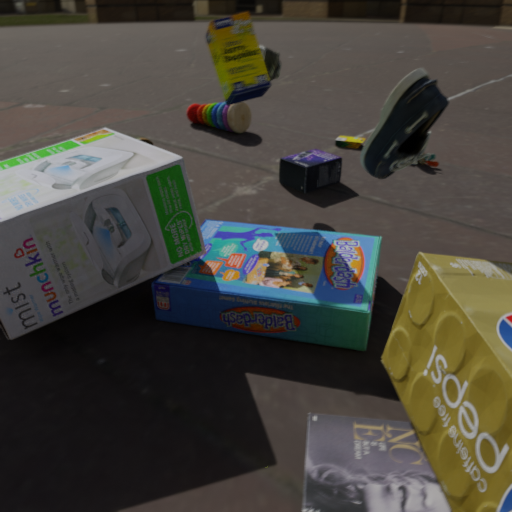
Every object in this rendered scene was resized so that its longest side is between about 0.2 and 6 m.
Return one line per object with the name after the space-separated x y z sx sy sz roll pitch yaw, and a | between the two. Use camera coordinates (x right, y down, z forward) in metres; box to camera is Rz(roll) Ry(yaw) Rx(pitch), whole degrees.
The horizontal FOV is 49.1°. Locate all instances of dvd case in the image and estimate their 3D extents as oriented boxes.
1.405 2.035 5.020 1.945 0.155 1.446 4 27 6 | dvd case

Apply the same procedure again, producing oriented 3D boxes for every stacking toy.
-1.160 -3.960 15.880 2.076 0.886 0.886 13 30 38 | stacking toy

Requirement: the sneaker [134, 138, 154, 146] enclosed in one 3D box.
-3.322 -2.376 12.863 0.851 0.635 1.895 25 40 31 | sneaker

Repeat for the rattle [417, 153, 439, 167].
3.626 -2.282 13.051 0.730 0.665 1.022 -24 62 -18 | rattle

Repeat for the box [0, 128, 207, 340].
-2.672 -0.528 7.883 2.727 1.494 3.091 -24 29 -23 | box

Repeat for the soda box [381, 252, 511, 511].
2.308 1.615 4.132 1.334 1.412 4.168 6 29 -10 | soda box

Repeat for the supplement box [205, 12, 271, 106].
-0.309 -3.208 9.189 0.669 1.228 0.673 -19 4 -12 | supplement box

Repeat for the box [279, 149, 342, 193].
1.152 -1.813 11.886 1.103 0.575 0.816 -22 35 -36 | box

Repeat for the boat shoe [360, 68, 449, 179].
1.937 -1.524 7.288 0.775 2.071 0.640 -31 72 -19 | boat shoe

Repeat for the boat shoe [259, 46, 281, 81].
0.223 -3.626 10.950 0.496 0.551 1.559 11 3 0 | boat shoe

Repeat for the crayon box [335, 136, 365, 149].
2.428 -2.923 14.420 0.702 0.178 0.445 11 30 21 | crayon box

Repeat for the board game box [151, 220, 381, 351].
0.263 0.284 7.821 2.776 0.625 2.112 6 29 14 | board game box
